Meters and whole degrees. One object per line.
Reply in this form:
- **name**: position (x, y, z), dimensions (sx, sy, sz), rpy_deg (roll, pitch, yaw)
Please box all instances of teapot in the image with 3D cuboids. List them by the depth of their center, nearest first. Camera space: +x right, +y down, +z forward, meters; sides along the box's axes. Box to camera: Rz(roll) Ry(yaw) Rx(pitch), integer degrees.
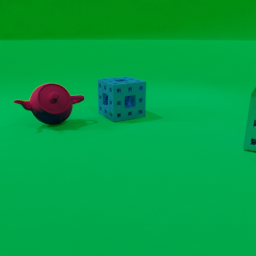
- **teapot**: position (-2.093, -0.700, 7.548), dimensions (1.879, 1.168, 0.920), rpy_deg (-9, -12, -26)

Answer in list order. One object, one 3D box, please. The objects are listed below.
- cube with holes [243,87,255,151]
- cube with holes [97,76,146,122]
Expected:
- **cube with holes**: position (3.334, -0.189, 6.132), dimensions (1.227, 1.227, 1.227), rpy_deg (10, 20, 27)
- **cube with holes**: position (-0.200, -0.907, 8.473), dimensions (1.076, 1.076, 1.076), rpy_deg (-11, 22, -28)
